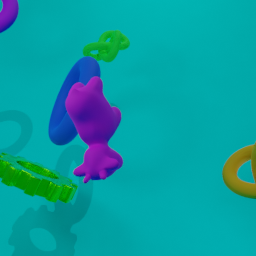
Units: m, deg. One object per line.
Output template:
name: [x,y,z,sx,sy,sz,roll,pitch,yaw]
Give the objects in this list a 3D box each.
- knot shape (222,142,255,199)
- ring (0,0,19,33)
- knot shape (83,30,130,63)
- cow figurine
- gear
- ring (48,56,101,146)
knot shape: [1.765,0.605,3.269,0.546,1.181,1.105,7,57,-43]
ring: [-3.037,-2.509,5.648,1.566,0.313,1.566,6,67,-15]
knot shape: [-0.434,-1.897,6.488,1.165,0.538,1.090,-33,26,-11]
cow figurine: [-0.402,0.039,3.237,0.577,1.051,1.035,-15,33,21]
gear: [-1.747,0.914,5.244,1.611,1.611,0.298,23,84,11]
ring: [-1.112,-0.552,5.663,0.379,1.895,1.895,22,61,-25]
